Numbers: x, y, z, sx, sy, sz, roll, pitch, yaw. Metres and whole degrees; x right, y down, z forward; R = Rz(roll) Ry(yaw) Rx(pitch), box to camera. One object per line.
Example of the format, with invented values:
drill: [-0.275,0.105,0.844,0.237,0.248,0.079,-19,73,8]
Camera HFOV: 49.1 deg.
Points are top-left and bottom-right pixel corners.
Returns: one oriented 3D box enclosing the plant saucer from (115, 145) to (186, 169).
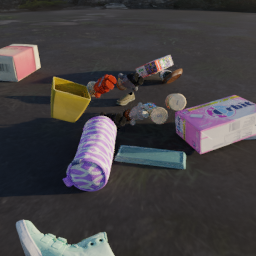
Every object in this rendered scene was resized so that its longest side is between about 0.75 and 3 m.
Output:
plant saucer: [0.769,0.948,9.523,2.364,0.224,0.827,5,29,11]

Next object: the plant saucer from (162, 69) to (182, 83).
plant saucer: [2.500,-2.820,15.521,1.279,1.279,0.234,-22,78,-34]

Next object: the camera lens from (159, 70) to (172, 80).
camera lens: [2.147,-2.970,15.911,0.640,0.640,0.800,-6,16,-11]

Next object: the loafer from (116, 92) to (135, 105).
loafer: [-0.128,-1.447,13.527,0.461,0.427,1.227,19,35,31]

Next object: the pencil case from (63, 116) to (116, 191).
pencil case: [-1.102,0.742,8.965,1.274,1.250,2.979,-22,24,16]

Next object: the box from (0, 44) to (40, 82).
box: [-6.832,-4.008,16.941,1.777,1.514,2.779,6,30,10]

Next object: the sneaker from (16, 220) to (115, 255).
sneaker: [-1.243,2.561,5.923,2.439,0.898,1.439,34,48,30]

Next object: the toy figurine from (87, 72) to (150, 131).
toy figurine: [-0.389,-1.056,11.064,2.159,2.193,1.526,-20,6,-38]

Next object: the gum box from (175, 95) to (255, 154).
gum box: [3.487,-0.251,10.490,2.958,0.978,1.678,-16,31,-15]

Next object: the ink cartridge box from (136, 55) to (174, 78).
ink cartridge box: [1.338,-3.494,16.318,1.480,0.684,2.717,-11,15,43]

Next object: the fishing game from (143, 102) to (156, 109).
fishing game: [1.019,-1.042,13.126,0.619,0.134,0.865,10,31,12]

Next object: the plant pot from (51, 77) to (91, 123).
plant pot: [-2.216,-0.954,10.167,1.295,1.142,1.295,14,25,-23]

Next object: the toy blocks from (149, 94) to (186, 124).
toy blocks: [1.547,-0.827,11.575,1.532,0.667,1.838,-36,5,5]

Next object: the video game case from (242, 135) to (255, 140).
video game case: [4.945,-0.133,11.366,2.105,0.232,1.916,-3,30,-2]
